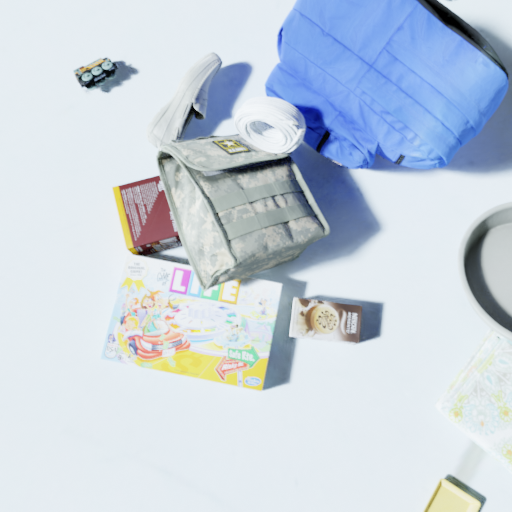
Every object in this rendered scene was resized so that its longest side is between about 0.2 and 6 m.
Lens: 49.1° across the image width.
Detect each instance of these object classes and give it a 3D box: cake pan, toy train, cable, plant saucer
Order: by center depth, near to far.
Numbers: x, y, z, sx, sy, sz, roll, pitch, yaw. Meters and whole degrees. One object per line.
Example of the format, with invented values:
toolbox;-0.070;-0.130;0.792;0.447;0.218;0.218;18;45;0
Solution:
cable;0.207;-1.937;8.300;1.054;1.054;0.365;22;72;0
plant saucer;3.009;3.968;8.756;0.721;0.175;0.720;32;80;7
cake pan;4.608;0.336;9.115;2.692;0.494;2.692;-2;63;3
toy train;-2.938;-3.353;10.228;0.808;0.344;0.460;-36;64;-14

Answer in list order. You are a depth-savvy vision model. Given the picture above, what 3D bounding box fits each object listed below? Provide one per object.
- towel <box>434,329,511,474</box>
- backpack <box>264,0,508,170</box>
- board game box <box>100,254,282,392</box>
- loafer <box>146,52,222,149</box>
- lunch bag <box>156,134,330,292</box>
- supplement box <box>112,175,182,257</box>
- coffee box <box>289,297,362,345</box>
towel;4.138;2.406;8.955;2.041;0.491;1.747;40;82;9
backpack;2.035;-2.697;9.065;3.307;2.687;2.775;34;106;5
board game box;-1.032;1.096;9.248;2.648;0.453;1.780;10;77;2
loafer;-1.161;-2.711;10.027;0.702;0.703;2.012;34;87;2
lunch bag;-0.289;-0.949;8.936;1.970;1.412;2.402;-17;75;-35
supplement box;-1.698;-0.687;9.502;1.125;0.747;1.109;-16;78;-3
coffee box;1.141;1.084;9.260;1.125;0.449;0.636;6;77;1
